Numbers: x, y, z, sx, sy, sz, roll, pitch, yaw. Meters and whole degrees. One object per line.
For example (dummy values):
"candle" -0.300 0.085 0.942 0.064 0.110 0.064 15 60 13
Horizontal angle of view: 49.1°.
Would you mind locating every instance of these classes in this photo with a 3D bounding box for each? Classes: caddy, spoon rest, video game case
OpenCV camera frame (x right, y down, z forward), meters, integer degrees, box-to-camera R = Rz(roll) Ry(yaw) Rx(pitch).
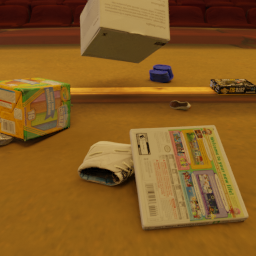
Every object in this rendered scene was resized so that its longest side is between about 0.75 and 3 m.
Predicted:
"caddy" 1.630 -2.626 13.766 1.249 0.656 0.883 15 50 33
"spoon rest" -3.518 0.353 7.456 0.610 0.372 1.228 6 26 12
"video game case" 1.067 0.842 5.425 1.872 0.227 2.056 -3 53 -6

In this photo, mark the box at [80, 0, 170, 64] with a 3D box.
"box" -0.226 -3.869 10.785 2.713 1.782 2.727 2 -7 -24

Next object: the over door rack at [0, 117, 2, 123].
"over door rack" -4.149 0.250 6.484 1.955 0.881 2.646 -31 18 -33

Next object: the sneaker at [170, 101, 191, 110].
"sneaker" 1.913 -0.793 10.222 0.824 0.300 0.349 13 -8 43

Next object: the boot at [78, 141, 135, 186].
"boot" 0.062 0.847 6.027 2.236 0.822 1.069 -1 29 18

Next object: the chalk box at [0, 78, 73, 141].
"chalk box" -2.623 -0.690 8.308 1.423 1.416 2.287 13 20 28

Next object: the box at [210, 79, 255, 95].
"box" 4.576 -1.809 12.232 1.645 0.406 1.313 -1 23 -1
